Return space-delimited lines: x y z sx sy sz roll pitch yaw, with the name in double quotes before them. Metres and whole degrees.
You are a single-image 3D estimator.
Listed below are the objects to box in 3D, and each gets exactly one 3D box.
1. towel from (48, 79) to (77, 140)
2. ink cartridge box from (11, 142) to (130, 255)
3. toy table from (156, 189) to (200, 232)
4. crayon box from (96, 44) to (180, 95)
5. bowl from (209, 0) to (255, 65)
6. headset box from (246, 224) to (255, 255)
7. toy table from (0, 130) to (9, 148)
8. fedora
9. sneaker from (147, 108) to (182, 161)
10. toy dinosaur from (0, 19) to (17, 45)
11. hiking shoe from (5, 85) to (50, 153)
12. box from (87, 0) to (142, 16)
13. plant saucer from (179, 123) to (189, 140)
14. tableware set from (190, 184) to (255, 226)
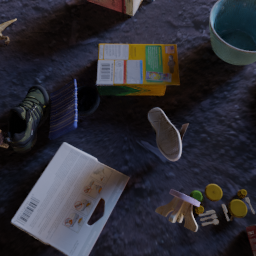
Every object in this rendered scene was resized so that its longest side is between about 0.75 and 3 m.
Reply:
"towel" -2.270 -0.630 9.696 1.375 0.226 1.899 -23 61 33
"ink cartridge box" -1.683 2.211 8.634 2.497 0.627 2.877 26 68 10
"toy table" 1.202 1.862 6.475 1.020 1.110 0.650 18 79 38
"crayon box" 0.351 -2.191 10.523 2.975 0.767 1.871 0 66 1
"bowl" 4.360 -3.552 10.738 2.846 1.489 2.846 0 66 1
"headset box" 4.437 3.542 7.932 1.568 0.791 2.110 -6 66 -3
"toy table" -4.660 0.408 9.412 1.147 0.672 1.054 22 68 9
"fedora" -1.547 -0.882 10.046 1.239 0.566 1.239 0 66 0
"sneaker" 1.228 0.317 8.299 0.697 0.977 1.971 -31 45 11
"toy dinosaur" -5.356 -3.880 11.363 2.205 0.642 1.115 -38 70 -15
"hiking shoe" -3.371 -0.499 9.476 0.967 1.285 2.553 7 66 3
"box" -0.554 -6.012 11.853 2.301 1.471 1.254 22 68 10
"plant saucer" 1.621 0.357 8.892 0.187 1.166 1.166 23 68 10
"tableware set" 2.915 2.334 8.797 1.802 0.276 1.214 -12 64 -4
